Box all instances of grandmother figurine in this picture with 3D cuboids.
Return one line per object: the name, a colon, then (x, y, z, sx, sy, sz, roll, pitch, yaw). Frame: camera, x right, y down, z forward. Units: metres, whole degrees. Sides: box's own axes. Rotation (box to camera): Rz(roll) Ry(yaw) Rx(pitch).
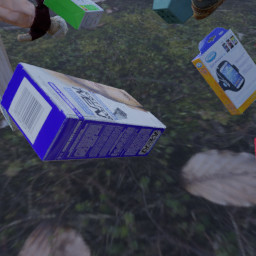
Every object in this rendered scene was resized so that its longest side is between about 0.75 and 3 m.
grandmother figurine: (-2.862, -3.306, 8.210, 0.809, 1.620, 2.671, 33, 15, 34)

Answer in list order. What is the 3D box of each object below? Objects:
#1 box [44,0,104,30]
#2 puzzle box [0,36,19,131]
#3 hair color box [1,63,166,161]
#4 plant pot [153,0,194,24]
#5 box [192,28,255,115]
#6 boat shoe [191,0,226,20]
box: (-1.481, -3.350, 7.782, 1.225, 0.592, 1.081, 39, 33, 4)
puzzle box: (-2.609, -1.455, 5.341, 0.354, 2.782, 1.851, -22, 25, -24)
hair color box: (-0.599, -0.195, 4.863, 1.403, 0.832, 2.567, 44, 20, 29)
plant pot: (1.637, -4.208, 8.598, 1.258, 1.259, 1.781, 30, 91, 55)
box: (1.739, -1.010, 4.842, 0.829, 0.289, 1.392, -42, 98, -14)
boat shoe: (2.239, -3.505, 6.936, 0.778, 0.759, 2.056, 41, 77, 17)
